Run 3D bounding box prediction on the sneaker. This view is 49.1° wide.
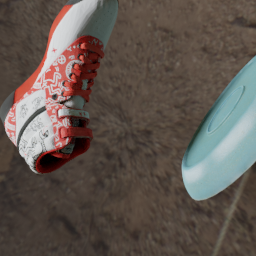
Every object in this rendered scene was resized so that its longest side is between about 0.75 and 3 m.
[{"bbox_3d":[-0.824,-0.604,4.433,2.977,0.994,1.596,-47,62,18],"label":"sneaker"}]

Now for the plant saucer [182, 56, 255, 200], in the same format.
[{"bbox_3d":[1.671,-0.199,4.449,0.396,2.891,2.891,34,82,2],"label":"plant saucer"}]
